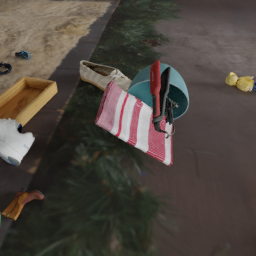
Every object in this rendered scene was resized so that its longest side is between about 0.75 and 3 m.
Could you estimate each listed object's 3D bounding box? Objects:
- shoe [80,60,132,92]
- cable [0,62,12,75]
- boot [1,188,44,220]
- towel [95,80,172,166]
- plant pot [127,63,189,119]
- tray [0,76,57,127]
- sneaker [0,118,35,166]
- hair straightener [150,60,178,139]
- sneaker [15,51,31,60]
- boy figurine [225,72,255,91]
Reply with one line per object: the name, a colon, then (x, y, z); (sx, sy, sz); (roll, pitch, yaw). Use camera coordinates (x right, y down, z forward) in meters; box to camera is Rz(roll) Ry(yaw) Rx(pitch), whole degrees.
shoe: (-0.921, -2.105, 11.554); (2.803, 0.748, 0.980); (23, 44, 26)
cable: (-5.725, -2.686, 12.676); (0.840, 0.261, 1.029); (-29, 48, -31)
boot: (-2.597, 1.897, 6.960); (0.785, 0.286, 0.834); (11, 41, 13)
towel: (0.312, -0.158, 7.975); (2.495, 0.284, 1.797); (31, 41, -19)
plant pot: (1.028, -1.351, 9.357); (2.028, 2.028, 1.366); (6, 56, 8)
tray: (-3.982, -0.887, 10.229); (1.460, 0.548, 2.960); (12, 39, 15)
sneaker: (-3.821, 0.153, 8.469); (2.513, 0.936, 1.094); (30, 67, 22)
hair straightener: (1.010, -0.691, 7.143); (0.873, 0.464, 2.268); (19, 52, -27)
sneaker: (-5.174, -3.646, 13.766); (0.950, 0.389, 0.348); (15, 42, 19)
boy figurine: (4.880, -1.866, 11.452); (1.675, 0.540, 1.041); (21, 46, 21)
